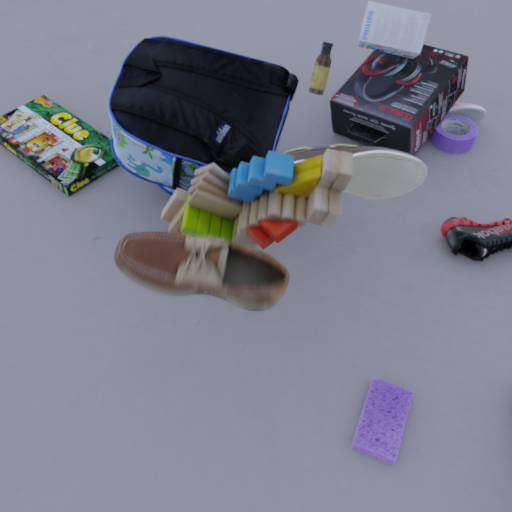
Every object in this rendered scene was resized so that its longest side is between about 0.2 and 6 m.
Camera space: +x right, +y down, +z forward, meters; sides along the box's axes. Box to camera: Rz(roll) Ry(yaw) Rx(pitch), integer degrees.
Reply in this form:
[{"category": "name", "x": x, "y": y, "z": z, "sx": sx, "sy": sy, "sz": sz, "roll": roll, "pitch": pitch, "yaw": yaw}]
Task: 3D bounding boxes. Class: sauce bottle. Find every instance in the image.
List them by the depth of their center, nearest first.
[{"category": "sauce bottle", "x": 1.565, "y": -4.461, "z": 13.322, "sx": 0.387, "sy": 1.195, "sz": 0.387, "roll": 12, "pitch": 22, "yaw": -5}]

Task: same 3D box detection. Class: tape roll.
[{"category": "tape roll", "x": 5.069, "y": -3.122, "z": 14.353, "sx": 1.089, "sy": 0.463, "sz": 1.089, "roll": 0, "pitch": 48, "yaw": 0}]

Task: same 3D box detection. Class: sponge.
[{"category": "sponge", "x": 2.133, "y": 2.743, "z": 9.426, "sx": 0.739, "sy": 0.198, "sz": 1.325, "roll": 17, "pitch": 51, "yaw": 15}]

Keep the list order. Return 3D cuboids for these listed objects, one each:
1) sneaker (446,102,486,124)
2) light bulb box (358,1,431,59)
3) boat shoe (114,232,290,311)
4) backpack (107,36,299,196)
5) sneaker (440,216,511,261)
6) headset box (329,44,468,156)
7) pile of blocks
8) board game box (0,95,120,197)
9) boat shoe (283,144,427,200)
[{"category": "sneaker", "x": 5.161, "y": -3.962, "z": 14.937, "sx": 1.763, "sy": 0.663, "sz": 0.921, "roll": -1, "pitch": 54, "yaw": 4}, {"category": "light bulb box", "x": 2.771, "y": -4.582, "z": 11.417, "sx": 1.244, "sy": 0.776, "sz": 1.233, "roll": 14, "pitch": 17, "yaw": 6}, {"category": "boat shoe", "x": -0.586, "y": 0.079, "z": 6.726, "sx": 2.153, "sy": 0.773, "sz": 0.815, "roll": 11, "pitch": 66, "yaw": -17}, {"category": "backpack", "x": -1.321, "y": -2.791, "z": 12.329, "sx": 3.610, "sy": 2.653, "sz": 3.304, "roll": 18, "pitch": 63, "yaw": -3}, {"category": "sneaker", "x": 4.910, "y": -0.304, "z": 11.752, "sx": 1.941, "sy": 0.686, "sz": 0.948, "roll": 3, "pitch": 48, "yaw": 5}, {"category": "headset box", "x": 3.522, "y": -3.957, "z": 14.189, "sx": 2.333, "sy": 1.177, "sz": 3.138, "roll": 29, "pitch": 68, "yaw": 29}, {"category": "pile of blocks", "x": -0.173, "y": -0.648, "z": 8.348, "sx": 3.422, "sy": 1.405, "sz": 1.063, "roll": -18, "pitch": 53, "yaw": 35}, {"category": "board game box", "x": -5.096, "y": -2.889, "z": 14.207, "sx": 3.571, "sy": 0.419, "sz": 1.871, "roll": 34, "pitch": 55, "yaw": 26}, {"category": "boat shoe", "x": 1.723, "y": -1.629, "z": 10.529, "sx": 2.869, "sy": 1.031, "sz": 0.854, "roll": -5, "pitch": 38, "yaw": -5}]
